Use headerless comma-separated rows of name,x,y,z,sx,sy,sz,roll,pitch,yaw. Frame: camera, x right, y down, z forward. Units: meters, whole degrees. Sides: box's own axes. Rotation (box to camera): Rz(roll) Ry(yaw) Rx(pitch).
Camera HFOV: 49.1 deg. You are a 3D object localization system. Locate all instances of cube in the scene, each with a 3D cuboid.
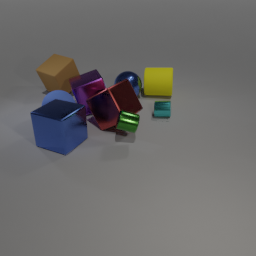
cube,-1.730,-1.626,12.728,1.400,1.400,1.400,-22,32,-6
cube,-2.456,-0.082,10.215,1.400,1.400,1.400,13,31,23
cube,-3.444,-2.663,14.105,1.400,1.400,1.400,21,59,30
cube,-0.538,-0.947,11.282,1.400,1.400,1.400,-20,11,41

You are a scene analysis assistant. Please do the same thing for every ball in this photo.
ball,-2.865,-0.865,11.648,1.400,1.400,1.400,0,29,0
ball,-0.002,-2.128,13.964,1.400,1.400,1.400,0,29,0

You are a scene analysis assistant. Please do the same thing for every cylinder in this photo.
cylinder,1.570,-2.366,14.300,1.400,1.400,1.400,2,29,10
cylinder,-0.012,-0.231,10.043,0.700,0.700,0.700,14,27,-9
cylinder,1.526,-0.838,12.277,0.700,0.700,0.700,0,28,12
